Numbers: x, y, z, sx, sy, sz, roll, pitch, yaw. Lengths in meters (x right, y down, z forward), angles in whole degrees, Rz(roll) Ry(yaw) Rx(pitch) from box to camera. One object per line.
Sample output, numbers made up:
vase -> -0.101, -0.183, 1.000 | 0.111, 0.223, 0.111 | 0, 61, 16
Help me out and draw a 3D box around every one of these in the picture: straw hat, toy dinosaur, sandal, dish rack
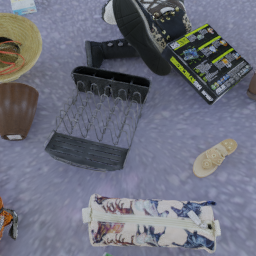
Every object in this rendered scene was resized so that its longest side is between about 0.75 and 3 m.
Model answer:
straw hat -> -3.589, -1.951, 7.983 | 2.656, 1.124, 2.656 | 1, 60, -2
toy dinosaur -> -3.189, 1.750, 5.675 | 1.803, 1.357, 2.657 | -3, 36, -19
sandal -> 2.100, 0.600, 6.662 | 1.393, 0.458, 0.511 | -33, 62, -20
dish rack -> -0.730, -0.290, 6.968 | 2.196, 0.781, 2.862 | 11, 49, 9

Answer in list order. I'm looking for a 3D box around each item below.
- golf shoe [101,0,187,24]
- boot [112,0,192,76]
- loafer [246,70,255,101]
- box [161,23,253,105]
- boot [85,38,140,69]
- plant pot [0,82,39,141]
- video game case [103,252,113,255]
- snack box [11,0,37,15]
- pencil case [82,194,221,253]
golf shoe -> 0.572, -3.743, 9.220 | 2.889, 1.123, 1.365 | -9, 56, -5
boot -> 0.807, -3.095, 8.206 | 0.942, 2.610, 1.971 | -6, 40, 49
loafer -> 4.364, -1.552, 7.684 | 2.436, 0.865, 0.890 | -29, 43, -18
box -> 2.254, -1.863, 7.851 | 2.039, 0.484, 1.969 | -36, 77, -33
boot -> -0.392, -2.190, 8.552 | 1.721, 0.565, 1.419 | -4, 60, -10
plant pot -> -2.834, -0.336, 7.022 | 1.145, 1.145, 1.225 | -5, 71, -3
video game case -> -0.126, 3.301, 5.006 | 1.434, 0.174, 1.575 | 21, 58, 13
snack box -> -3.914, -4.718, 10.382 | 0.805, 0.257, 1.386 | -16, 57, -10
pencil case -> 0.429, 1.829, 5.431 | 2.536, 1.134, 0.986 | 3, 57, 3
